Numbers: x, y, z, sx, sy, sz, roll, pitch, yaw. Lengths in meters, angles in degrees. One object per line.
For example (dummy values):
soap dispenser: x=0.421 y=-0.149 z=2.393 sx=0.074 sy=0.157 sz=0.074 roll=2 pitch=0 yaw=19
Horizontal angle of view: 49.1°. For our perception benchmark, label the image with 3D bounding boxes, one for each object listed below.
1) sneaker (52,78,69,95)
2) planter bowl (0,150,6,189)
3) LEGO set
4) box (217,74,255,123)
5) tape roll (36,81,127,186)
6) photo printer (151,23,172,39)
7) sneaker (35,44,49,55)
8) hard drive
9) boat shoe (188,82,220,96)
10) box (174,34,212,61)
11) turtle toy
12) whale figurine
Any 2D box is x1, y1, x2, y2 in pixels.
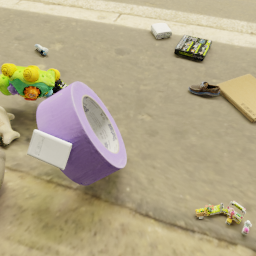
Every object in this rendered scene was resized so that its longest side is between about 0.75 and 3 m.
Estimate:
sneaker: x=-2.826 y=-1.672 z=11.561 sx=1.772 sy=0.734 sz=0.635 roll=17 pitch=50 yaw=15
planter bowl: x=-4.638 y=1.639 z=7.645 sx=2.495 sy=2.495 sz=1.679 roll=-8 pitch=75 yaw=-7
LEGO set: x=2.733 y=2.377 z=7.957 sx=1.544 sy=0.575 sz=0.710 roll=17 pitch=50 yaw=15
box: x=5.076 y=-1.311 z=11.563 sx=1.880 sy=0.245 sz=2.300 roll=-19 pitch=50 yaw=-17
tape roll: x=-1.270 y=0.149 z=8.307 sx=1.212 sy=2.854 sz=2.854 roll=-28 pitch=47 yaw=13
photo printer: x=1.770 y=-5.284 z=15.112 sx=0.918 sy=0.383 sz=1.103 roll=-11 pitch=49 yaw=-10
sneaker: x=-4.343 y=-3.892 z=13.888 sx=1.004 sy=0.361 sz=0.364 roll=29 pitch=81 yaw=33
hard drive: x=-1.947 y=0.533 z=6.940 sx=1.026 sy=0.677 sz=0.130 roll=21 pitch=8 yaw=10
boat shoe: x=3.219 y=-1.706 z=11.772 sx=1.300 sy=0.470 sz=0.470 roll=8 pitch=48 yaw=7
box: x=3.269 y=-4.044 z=14.000 sx=1.516 sy=0.373 sz=1.570 roll=20 pitch=50 yaw=15
turtle toy: x=-3.818 y=-1.694 z=10.394 sx=2.480 sy=1.253 sz=1.807 roll=12 pitch=13 yaw=17
whale figurine: x=-4.698 y=-0.040 z=10.162 sx=1.656 sy=0.859 sz=1.318 roll=43 pitch=54 yaw=4
